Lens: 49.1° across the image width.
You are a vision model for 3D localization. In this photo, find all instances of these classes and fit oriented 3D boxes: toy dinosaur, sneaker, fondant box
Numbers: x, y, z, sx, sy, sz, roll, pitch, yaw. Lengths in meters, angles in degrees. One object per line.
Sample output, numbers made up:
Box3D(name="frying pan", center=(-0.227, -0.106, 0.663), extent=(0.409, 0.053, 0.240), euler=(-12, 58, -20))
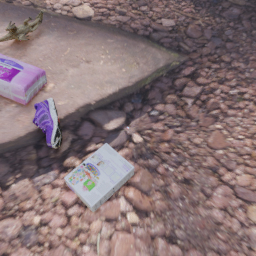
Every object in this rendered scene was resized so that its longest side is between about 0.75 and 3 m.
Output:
Box3D(name="toy dinosaur", center=(-4.284, -3.670, 10.829), extent=(2.800, 0.815, 1.416), euler=(-33, 24, -15))
Box3D(name="sneaker", center=(-2.458, -0.098, 8.460), extent=(0.784, 0.757, 1.879), euler=(-15, 48, -11))
Box3D(name="fondant box", center=(-0.757, 1.309, 7.633), extent=(1.126, 0.454, 1.560), euler=(39, 62, 23))

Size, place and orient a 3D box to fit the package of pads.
Box3D(name="package of pads", center=(-3.994, -1.693, 9.376), extent=(2.175, 0.823, 1.311), euler=(21, 45, 7))
